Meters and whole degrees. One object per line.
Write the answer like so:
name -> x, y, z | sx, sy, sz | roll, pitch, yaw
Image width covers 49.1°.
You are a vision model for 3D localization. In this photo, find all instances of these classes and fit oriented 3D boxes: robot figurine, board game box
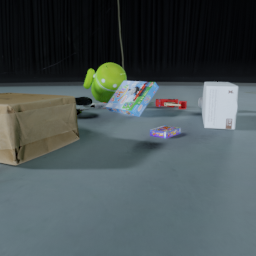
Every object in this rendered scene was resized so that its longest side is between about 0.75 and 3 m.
robot figurine -> -1.081, -2.449, 15.419 | 2.507, 1.653, 2.857 | 19, -27, -11
board game box -> 0.138, -1.400, 12.823 | 2.223, 1.681, 0.407 | 13, -26, 51
board game box -> 1.155, 0.110, 8.609 | 0.581, 0.193, 0.863 | 9, 15, 38

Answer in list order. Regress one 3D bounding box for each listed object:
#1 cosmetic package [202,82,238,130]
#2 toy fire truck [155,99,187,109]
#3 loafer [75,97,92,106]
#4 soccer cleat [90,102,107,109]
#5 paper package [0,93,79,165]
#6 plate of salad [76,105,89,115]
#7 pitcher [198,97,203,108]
cosmetic package -> 3.390, -0.955, 10.599 | 1.101, 1.511, 2.973 | 3, 11, 15
toy fire truck -> 2.236, -1.286, 14.826 | 1.708, 0.416, 1.205 | 3, 12, 12
loafer -> -2.763, -1.428, 15.433 | 1.569, 0.533, 0.551 | 2, 26, 1
soccer cleat -> -1.493, -1.135, 14.422 | 0.989, 0.339, 0.421 | 3, 23, 25
paper package -> -2.895, -0.136, 7.039 | 2.541, 1.315, 2.422 | 5, 12, 25
plate of salad -> -2.780, -0.810, 12.340 | 2.121, 0.509, 2.121 | 6, 3, 0
pitcher -> 4.407, -1.230, 13.768 | 1.257, 0.888, 1.465 | 7, -4, -29
